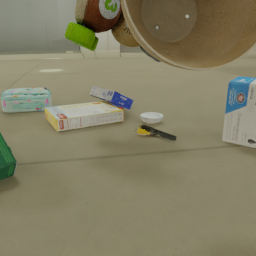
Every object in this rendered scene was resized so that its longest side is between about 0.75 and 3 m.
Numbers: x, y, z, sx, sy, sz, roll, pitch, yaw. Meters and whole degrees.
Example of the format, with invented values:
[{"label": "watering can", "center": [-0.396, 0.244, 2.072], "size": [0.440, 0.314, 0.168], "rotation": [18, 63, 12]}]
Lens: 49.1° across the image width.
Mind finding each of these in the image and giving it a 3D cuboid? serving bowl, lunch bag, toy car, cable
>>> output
[{"label": "serving bowl", "center": [0.795, -0.317, 9.444], "size": [0.774, 0.254, 0.774], "rotation": [1, 19, 0]}, {"label": "lunch bag", "center": [-3.940, -1.123, 11.037], "size": [1.923, 0.741, 1.542], "rotation": [-6, 20, -17]}, {"label": "toy car", "center": [0.013, -2.881, 7.533], "size": [2.655, 2.181, 2.095], "rotation": [22, 10, -6]}, {"label": "cable", "center": [0.802, 0.182, 8.210], "size": [1.297, 0.326, 0.630], "rotation": [21, 8, 19]}]

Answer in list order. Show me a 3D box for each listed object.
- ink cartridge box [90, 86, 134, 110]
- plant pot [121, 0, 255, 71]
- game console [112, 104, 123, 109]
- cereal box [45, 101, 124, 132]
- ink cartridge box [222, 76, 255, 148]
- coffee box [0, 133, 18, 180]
[{"label": "ink cartridge box", "center": [-0.678, -1.191, 10.813], "size": [0.903, 0.425, 1.920], "rotation": [22, 1, -34]}, {"label": "plant pot", "center": [0.775, -1.764, 3.871], "size": [1.960, 1.960, 1.316], "rotation": [-3, 10, -9]}, {"label": "game console", "center": [-0.552, -0.874, 11.264], "size": [0.726, 0.127, 0.821], "rotation": [9, 20, 24]}, {"label": "cereal box", "center": [-1.510, -0.460, 9.537], "size": [2.295, 0.454, 1.651], "rotation": [-10, 21, -26]}, {"label": "ink cartridge box", "center": [3.804, -0.319, 7.191], "size": [2.351, 1.706, 0.984], "rotation": [13, 23, 33]}, {"label": "coffee box", "center": [-3.664, 0.580, 5.244], "size": [2.574, 0.566, 1.582], "rotation": [-19, 62, -42]}]
